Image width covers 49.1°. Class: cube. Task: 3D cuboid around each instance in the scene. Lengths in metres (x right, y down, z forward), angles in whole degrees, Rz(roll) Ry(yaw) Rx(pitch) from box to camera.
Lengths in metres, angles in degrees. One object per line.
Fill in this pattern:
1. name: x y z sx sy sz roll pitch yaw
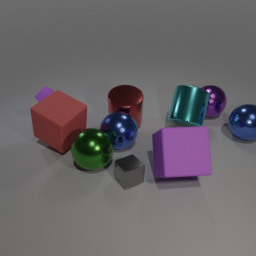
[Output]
1. cube: 0.044 1.367 8.812 0.700 0.700 0.700 -17 35 -26
2. cube: -2.452 -0.254 10.109 1.400 1.400 1.400 28 47 17
3. cube: 1.587 0.761 8.569 1.400 1.400 1.400 -2 -8 -7
4. cube: -3.602 -1.361 12.630 0.700 0.700 0.700 44 3 14

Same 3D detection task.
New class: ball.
1. ball: -0.340 0.088 10.238 1.400 1.400 1.400 0 32 0
2. ball: 3.576 -1.171 12.220 1.400 1.400 1.400 0 32 0
3. ball: 4.580 -0.221 10.702 1.400 1.400 1.400 0 32 0
4. ball: -1.175 0.689 9.255 1.400 1.400 1.400 0 32 0

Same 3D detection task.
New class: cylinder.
1. cylinder: 2.422 -0.828 11.170 1.400 1.400 1.400 15 -4 1
2. cylinder: -0.102 -0.790 11.338 1.400 1.400 1.400 1 46 -1
